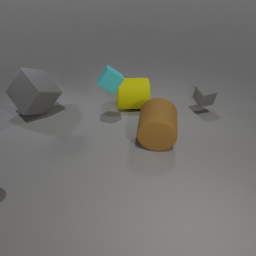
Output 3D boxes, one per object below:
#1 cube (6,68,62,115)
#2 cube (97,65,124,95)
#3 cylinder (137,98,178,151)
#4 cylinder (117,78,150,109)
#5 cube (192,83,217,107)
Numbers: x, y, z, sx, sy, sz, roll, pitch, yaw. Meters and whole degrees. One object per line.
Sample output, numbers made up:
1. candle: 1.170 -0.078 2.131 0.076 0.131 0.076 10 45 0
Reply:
1. cube: -3.990 -1.533 11.934 1.400 1.400 1.400 50 24 14
2. cube: -0.650 -1.779 10.297 0.700 0.700 0.700 30 18 -19
3. cylinder: 1.072 -0.133 10.090 1.400 1.400 1.400 4 40 6
4. cylinder: 0.215 -1.575 12.813 1.400 1.400 1.400 -2 30 -6
5. cube: 3.338 -1.433 12.196 0.700 0.700 0.700 -13 50 -15
